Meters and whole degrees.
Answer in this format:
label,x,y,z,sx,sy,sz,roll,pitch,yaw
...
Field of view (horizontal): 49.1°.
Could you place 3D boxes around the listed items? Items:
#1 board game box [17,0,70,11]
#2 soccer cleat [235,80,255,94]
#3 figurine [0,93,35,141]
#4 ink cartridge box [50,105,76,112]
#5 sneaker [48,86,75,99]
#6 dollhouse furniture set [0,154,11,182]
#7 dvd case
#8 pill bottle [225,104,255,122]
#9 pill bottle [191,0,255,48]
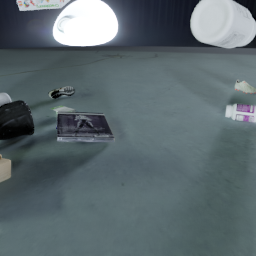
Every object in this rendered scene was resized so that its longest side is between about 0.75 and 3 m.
label,x,y,z,sx,sy,sz,roll,pitch,yaw
board game box,-2.015,-3.567,7.451,1.119,0.307,1.772,2,40,13
soccer cleat,5.728,-2.014,13.652,0.472,0.529,1.364,-8,22,-21
figurine,-4.349,-0.193,8.093,2.384,1.052,2.443,-21,27,-36
ink cartridge box,-2.401,-0.618,10.283,0.796,0.191,0.579,15,24,35
sneaker,-3.028,-1.653,12.759,1.279,0.471,0.512,-15,23,-37
dollhouse furniture set,-3.869,0.106,5.064,2.396,1.952,2.279,9,12,17
dvd case,-1.356,-0.070,8.487,1.559,0.167,2.096,1,22,-15
pill bottle,3.839,-0.522,9.473,0.999,0.561,0.561,9,22,20
pill bottle,2.648,-2.744,7.489,1.141,1.141,1.996,18,18,40
